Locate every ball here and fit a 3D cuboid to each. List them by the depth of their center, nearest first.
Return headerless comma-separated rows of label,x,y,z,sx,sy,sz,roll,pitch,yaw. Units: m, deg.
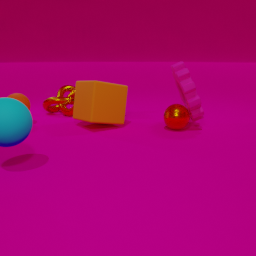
ball,-2.349,-0.108,5.410,0.957,0.957,0.957,0,15,0
ball,1.501,-0.344,8.648,0.810,0.810,0.810,0,15,0
ball,-3.615,-0.732,9.158,0.806,0.806,0.806,0,15,0

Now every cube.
cube,-0.906,-0.817,9.022,1.246,1.246,1.246,3,5,-37

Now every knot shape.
knot shape,-2.513,-1.051,11.024,1.692,0.835,1.808,-19,27,-3

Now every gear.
gear,1.872,-1.146,8.873,0.351,1.899,1.899,-22,13,7
